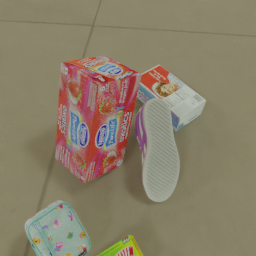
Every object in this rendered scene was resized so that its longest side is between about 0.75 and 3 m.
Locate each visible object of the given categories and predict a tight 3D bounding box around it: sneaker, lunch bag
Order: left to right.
[{"bbox_3d":[-1.468,2.316,5.861,1.082,0.520,1.349,-30,97,-32],"label":"lunch bag"},{"bbox_3d":[0.705,0.595,7.770,0.968,1.523,2.671,2,85,-14],"label":"sneaker"}]

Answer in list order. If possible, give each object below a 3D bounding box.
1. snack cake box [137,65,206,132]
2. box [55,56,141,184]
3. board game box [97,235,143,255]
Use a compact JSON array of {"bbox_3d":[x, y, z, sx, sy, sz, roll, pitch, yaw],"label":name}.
[{"bbox_3d":[1.239,-0.999,8.896,1.206,0.705,2.097,-32,62,-25],"label":"snack cake box"},{"bbox_3d":[-0.818,-0.208,6.936,1.324,2.773,1.382,34,37,31],"label":"box"},{"bbox_3d":[-0.390,3.037,5.966,1.514,0.360,0.769,-33,63,1],"label":"board game box"}]
